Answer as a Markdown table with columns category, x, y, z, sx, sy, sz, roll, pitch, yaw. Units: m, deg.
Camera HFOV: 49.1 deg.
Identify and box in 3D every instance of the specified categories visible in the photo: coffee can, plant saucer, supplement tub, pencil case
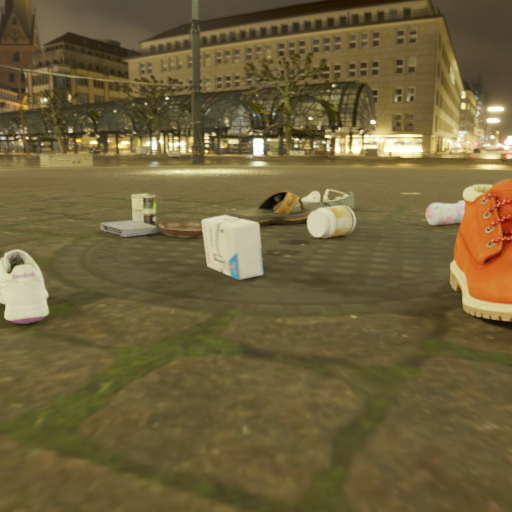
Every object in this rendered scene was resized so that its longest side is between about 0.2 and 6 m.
| category | x | y | z | sx | sy | sz | roll | pitch | yaw |
| --- | --- | --- | --- | --- | --- | --- | --- | --- | --- |
| coffee can | -3.018 | -1.206 | 15.083 | 0.636 | 0.869 | 0.636 | 0 | 12 | 0 |
| plant saucer | -1.651 | -0.652 | 13.928 | 1.512 | 0.243 | 1.512 | 1 | 12 | 0 |
| supplement tub | 1.812 | -0.818 | 13.547 | 1.030 | 0.744 | 0.744 | -10 | 15 | -38 |
| pencil case | 5.353 | -1.186 | 15.443 | 1.393 | 0.632 | 0.579 | -7 | 43 | -27 |

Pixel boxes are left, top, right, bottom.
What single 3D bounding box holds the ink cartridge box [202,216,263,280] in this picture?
| category | x | y | z | sx | sy | sz | roll | pitch | yaw |
| --- | --- | --- | --- | --- | --- | --- | --- | --- | --- |
| ink cartridge box | -0.437 | -0.171 | 9.917 | 0.536 | 0.928 | 1.271 | -13 | 15 | -28 |

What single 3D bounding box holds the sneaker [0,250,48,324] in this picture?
| category | x | y | z | sx | sy | sz | roll | pitch | yaw |
| --- | --- | --- | --- | --- | --- | --- | --- | --- | --- |
| sneaker | -3.225 | 0.312 | 7.750 | 0.684 | 0.910 | 1.827 | -8 | 13 | -29 |

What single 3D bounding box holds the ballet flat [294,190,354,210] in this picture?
| category | x | y | z | sx | sy | sz | roll | pitch | yaw |
| --- | --- | --- | --- | --- | --- | --- | --- | --- | --- |
| ballet flat | 2.110 | -1.774 | 18.141 | 2.313 | 0.737 | 0.780 | -5 | 13 | -20 |

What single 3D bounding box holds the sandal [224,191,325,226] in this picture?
| category | x | y | z | sx | sy | sz | roll | pitch | yaw |
| --- | --- | --- | --- | --- | --- | --- | --- | --- | --- |
| sandal | 0.572 | -1.390 | 15.918 | 3.237 | 0.884 | 1.323 | -5 | 13 | -24 |

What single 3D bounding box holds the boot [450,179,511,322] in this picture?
| category | x | y | z | sx | sy | sz | roll | pitch | yaw |
| --- | --- | --- | --- | --- | --- | --- | --- | --- | --- |
| boot | 3.486 | -0.124 | 7.790 | 1.254 | 1.793 | 3.343 | 2 | 14 | 3 |

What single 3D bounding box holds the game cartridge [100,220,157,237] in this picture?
| category | x | y | z | sx | sy | sz | roll | pitch | yaw |
| --- | --- | --- | --- | --- | --- | --- | --- | --- | --- |
| game cartridge | -3.223 | -0.687 | 14.191 | 0.916 | 0.271 | 1.413 | -4 | 12 | -39 |
